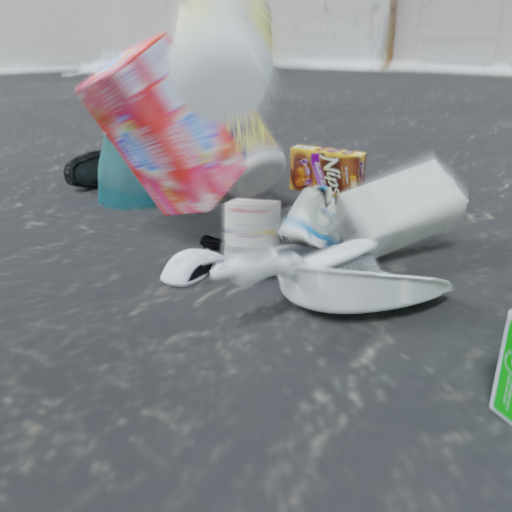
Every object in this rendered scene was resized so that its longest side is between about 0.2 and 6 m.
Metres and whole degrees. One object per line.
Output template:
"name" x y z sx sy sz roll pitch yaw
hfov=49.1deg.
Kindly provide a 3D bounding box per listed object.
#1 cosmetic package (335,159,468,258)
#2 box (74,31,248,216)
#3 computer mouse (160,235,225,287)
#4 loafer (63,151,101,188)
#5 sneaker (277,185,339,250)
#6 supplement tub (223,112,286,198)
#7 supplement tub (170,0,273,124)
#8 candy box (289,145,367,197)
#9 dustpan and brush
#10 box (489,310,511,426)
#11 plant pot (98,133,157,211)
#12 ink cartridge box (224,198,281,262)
"cosmetic package" 2.127 -0.677 8.375 1.704 0.723 0.917 -19 61 -13
"box" -1.290 -1.809 8.041 1.077 2.276 1.168 0 43 44
"computer mouse" -0.783 0.010 8.272 0.884 0.354 1.613 13 26 26
"loafer" -3.094 -1.943 12.227 0.795 0.769 2.266 8 20 40
"sneaker" 0.879 -0.528 7.785 0.726 0.839 1.937 20 3 12
"supplement tub" -0.329 -2.018 10.240 1.189 1.189 1.646 -16 63 -32
"supplement tub" -0.330 -2.061 5.574 0.986 0.986 1.360 0 50 0
"candy box" 1.470 -1.756 11.645 1.557 0.908 0.440 11 26 25
"dustpan and brush" 0.713 0.183 6.853 3.093 0.885 2.159 -17 23 -39
"box" 3.717 1.118 4.687 2.415 1.168 2.131 -10 26 -23
"plant pot" -2.457 -1.791 11.111 1.494 1.403 1.494 -1 23 0
"ink cartridge box" -0.042 -0.320 8.117 0.712 0.967 0.699 4 12 10
